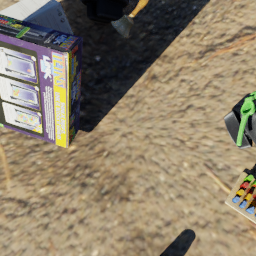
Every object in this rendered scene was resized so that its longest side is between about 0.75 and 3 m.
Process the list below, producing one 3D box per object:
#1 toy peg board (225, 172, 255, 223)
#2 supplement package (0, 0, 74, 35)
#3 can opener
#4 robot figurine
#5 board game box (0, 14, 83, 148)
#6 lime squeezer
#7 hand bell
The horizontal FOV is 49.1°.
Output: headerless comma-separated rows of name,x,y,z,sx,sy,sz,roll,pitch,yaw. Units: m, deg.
toy peg board,3.232,1.767,7.212,1.004,0.491,1.000,33,73,16
supplement package,-2.965,-2.618,8.079,2.416,1.417,1.412,-33,50,-11
can opener,3.785,0.599,7.550,0.900,1.116,2.839,-21,75,-38
robot figurine,-0.716,-4.646,8.607,1.934,1.606,2.574,4,98,10
board game box,-2.430,-1.077,6.944,2.443,2.956,0.838,17,44,4
lime squeezer,3.274,-0.472,7.283,2.210,0.417,0.780,-37,116,-26
hand bell,0.166,-2.918,7.132,1.148,0.598,0.598,-43,73,21
